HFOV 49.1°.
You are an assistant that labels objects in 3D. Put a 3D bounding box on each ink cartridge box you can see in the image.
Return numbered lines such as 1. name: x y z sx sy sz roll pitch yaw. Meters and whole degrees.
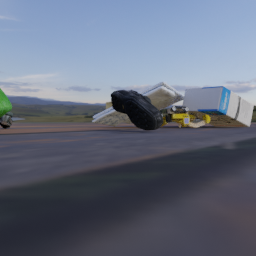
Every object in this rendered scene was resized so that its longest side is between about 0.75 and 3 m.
1. ink cartridge box: 2.801 -0.616 8.709 1.854 0.781 1.353 19 -10 -38

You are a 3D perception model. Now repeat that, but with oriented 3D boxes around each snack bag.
1. snack bag: 0.461 -0.616 8.823 2.409 0.274 2.555 -25 -13 22

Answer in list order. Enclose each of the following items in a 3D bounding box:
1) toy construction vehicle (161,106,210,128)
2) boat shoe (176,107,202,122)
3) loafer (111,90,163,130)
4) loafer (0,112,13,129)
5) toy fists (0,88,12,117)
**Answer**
1. toy construction vehicle: 1.386 -0.200 8.133 1.547 0.545 1.347 2 -11 -18
2. boat shoe: 2.854 -0.657 10.331 2.913 0.879 1.101 3 12 -21
3. loafer: 0.223 -0.439 5.536 0.613 0.593 1.745 -18 27 -20
4. loafer: -3.102 -0.145 6.990 0.387 0.339 1.077 15 -19 -21
5. toy fists: -2.549 -0.425 4.410 0.763 0.515 1.497 48 19 16
